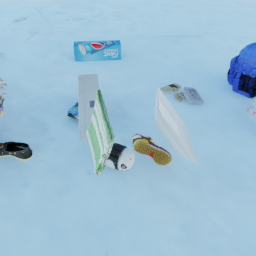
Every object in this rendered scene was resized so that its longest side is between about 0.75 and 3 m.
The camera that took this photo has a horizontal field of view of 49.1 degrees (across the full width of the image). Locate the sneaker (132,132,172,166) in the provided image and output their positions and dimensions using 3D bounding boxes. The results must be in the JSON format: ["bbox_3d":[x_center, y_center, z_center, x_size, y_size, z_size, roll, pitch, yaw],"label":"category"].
[{"bbox_3d":[0.666,0.527,7.511,1.278,0.479,0.576,32,28,-26],"label":"sneaker"}]

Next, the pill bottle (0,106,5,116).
[{"bbox_3d":[-4.581,-0.943,9.309,0.646,1.153,0.646,0,37,0],"label":"pill bottle"}]

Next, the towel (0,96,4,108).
[{"bbox_3d":[-5.123,-0.256,7.902,2.352,1.216,2.841,7,60,11],"label":"towel"}]

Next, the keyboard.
[{"bbox_3d":[-1.263,-0.764,9.124,0.701,0.133,2.491,-1,62,-10],"label":"keyboard"}]

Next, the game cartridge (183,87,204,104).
[{"bbox_3d":[2.365,-1.185,10.281,0.575,0.177,0.864,5,43,-21],"label":"game cartridge"}]

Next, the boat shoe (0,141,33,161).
[{"bbox_3d":[-3.372,0.570,7.935,1.394,0.437,0.510,8,39,13],"label":"boat shoe"}]

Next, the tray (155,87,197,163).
[{"bbox_3d":[1.129,-0.170,7.433,0.318,1.541,2.871,-34,12,15],"label":"tray"}]

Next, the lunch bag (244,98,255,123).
[{"bbox_3d":[4.923,-0.443,8.593,2.016,1.282,1.710,-18,40,-13],"label":"lunch bag"}]

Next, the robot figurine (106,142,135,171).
[{"bbox_3d":[-0.348,0.724,7.280,1.058,0.660,0.795,18,22,19],"label":"robot figurine"}]

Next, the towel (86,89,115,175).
[{"bbox_3d":[-0.608,0.158,5.708,0.182,1.552,1.184,-6,59,-19],"label":"towel"}]

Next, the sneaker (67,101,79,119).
[{"bbox_3d":[-1.571,-0.929,9.619,0.658,0.755,1.680,14,39,18],"label":"sneaker"}]

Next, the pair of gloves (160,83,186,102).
[{"bbox_3d":[1.867,-1.372,10.683,1.076,0.189,0.915,34,44,30],"label":"pair of gloves"}]

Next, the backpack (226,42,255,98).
[{"bbox_3d":[4.627,-2.275,10.519,1.468,1.807,1.516,-31,47,-33],"label":"backpack"}]

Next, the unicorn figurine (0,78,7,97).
[{"bbox_3d":[-5.159,-1.365,10.438,1.109,0.596,1.615,-18,25,-7],"label":"unicorn figurine"}]

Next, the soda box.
[{"bbox_3d":[-1.431,-3.652,13.211,2.193,0.744,0.704,-4,37,-6],"label":"soda box"}]
